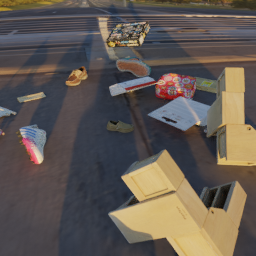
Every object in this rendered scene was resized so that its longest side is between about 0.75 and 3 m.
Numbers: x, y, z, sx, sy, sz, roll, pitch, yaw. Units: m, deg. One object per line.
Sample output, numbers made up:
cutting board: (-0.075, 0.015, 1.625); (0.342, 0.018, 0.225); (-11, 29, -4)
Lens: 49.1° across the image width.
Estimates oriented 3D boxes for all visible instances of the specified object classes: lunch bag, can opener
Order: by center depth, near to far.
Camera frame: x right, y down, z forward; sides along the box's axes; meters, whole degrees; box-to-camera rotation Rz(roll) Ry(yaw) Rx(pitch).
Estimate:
can opener: (3.425, 0.148, 10.700); (1.040, 0.348, 0.277); (17, 34, 27)
lunch bag: (2.337, -1.953, 13.830); (1.885, 0.772, 1.660); (12, 45, 20)

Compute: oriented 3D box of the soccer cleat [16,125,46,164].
soccer cleat: (-3.204, 0.437, 9.727); (0.934, 0.756, 2.164); (-25, 37, -23)

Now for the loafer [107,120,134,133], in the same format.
loafer: (-0.303, -0.078, 11.064); (1.114, 0.376, 0.423); (2, 30, 4)

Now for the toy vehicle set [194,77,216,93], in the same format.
toy vehicle set: (4.245, -2.318, 15.091); (1.817, 0.241, 1.129); (17, 34, 27)

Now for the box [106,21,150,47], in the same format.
box: (-0.004, -3.771, 11.304); (1.509, 0.347, 1.199); (5, 53, 27)

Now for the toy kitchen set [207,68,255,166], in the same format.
toy kitchen set: (4.217, -0.180, 9.486); (2.635, 2.920, 2.383); (2, -11, 4)

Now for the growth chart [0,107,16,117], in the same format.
growth chart: (-6.053, -0.496, 11.999); (1.433, 0.176, 1.981); (21, 36, 33)

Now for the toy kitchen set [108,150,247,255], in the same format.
toy kitchen set: (1.065, 1.584, 6.712); (2.056, 2.520, 2.273); (-31, 7, 40)

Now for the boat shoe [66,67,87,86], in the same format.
boat shoe: (-2.928, -2.937, 15.700); (0.745, 0.707, 1.968); (8, 31, 14)

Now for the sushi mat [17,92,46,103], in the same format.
sushi mat: (-4.789, -1.519, 13.875); (1.324, 0.080, 0.633); (-18, 35, -28)

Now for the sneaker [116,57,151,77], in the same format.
sneaker: (0.529, -3.806, 16.958); (1.074, 0.960, 2.689); (-29, 39, -33)

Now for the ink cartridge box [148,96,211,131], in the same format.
ink cartridge box: (2.258, -0.484, 11.679); (1.902, 0.668, 2.340); (26, 45, 37)

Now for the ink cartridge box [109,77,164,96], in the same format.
ink cartridge box: (0.440, -2.147, 13.551); (1.891, 0.664, 2.327); (-19, 3, -30)

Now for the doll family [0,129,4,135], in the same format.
doll family: (-5.644, 0.089, 10.274); (1.933, 0.871, 1.200); (-9, 31, -16)
